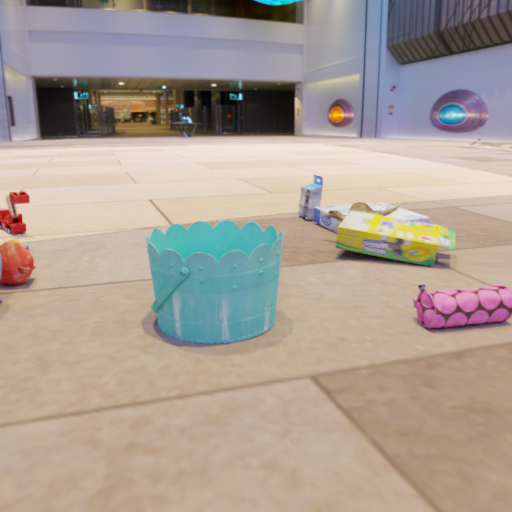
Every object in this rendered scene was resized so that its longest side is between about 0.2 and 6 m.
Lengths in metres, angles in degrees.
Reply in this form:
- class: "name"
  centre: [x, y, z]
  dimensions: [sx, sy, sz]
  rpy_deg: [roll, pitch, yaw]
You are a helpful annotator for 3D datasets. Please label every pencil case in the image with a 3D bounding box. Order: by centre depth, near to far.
- class: "pencil case"
  centre: [3.038, 0.711, 8.213]
  dimensions: [1.373, 0.623, 0.643]
  rpy_deg: [-1, 1, -12]

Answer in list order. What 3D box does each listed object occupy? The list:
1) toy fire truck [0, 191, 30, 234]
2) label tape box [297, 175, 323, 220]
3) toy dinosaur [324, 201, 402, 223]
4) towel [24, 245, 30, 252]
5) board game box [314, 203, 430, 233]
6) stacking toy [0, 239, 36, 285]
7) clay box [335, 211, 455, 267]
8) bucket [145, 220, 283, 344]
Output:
- class: "toy fire truck"
  centre: [-5.993, -1.104, 13.783]
  dimensions: [0.374, 1.083, 1.536]
  rpy_deg: [-12, 20, -39]
- class: "label tape box"
  centre: [1.495, -1.634, 15.425]
  dimensions: [0.392, 1.187, 0.850]
  rpy_deg: [2, 13, -13]
- class: "toy dinosaur"
  centre: [2.491, -0.785, 12.749]
  dimensions: [1.821, 0.921, 0.530]
  rpy_deg: [-5, 7, 1]
- class: "towel"
  centre: [-5.501, 0.011, 11.466]
  dimensions: [1.074, 0.177, 1.484]
  rpy_deg: [2, 16, 12]
- class: "board game box"
  centre: [2.875, -0.911, 14.234]
  dimensions: [2.124, 0.461, 2.113]
  rpy_deg: [-6, 16, -20]
- class: "stacking toy"
  centre: [-4.226, -0.258, 9.032]
  dimensions: [1.002, 2.147, 2.371]
  rpy_deg: [8, 13, -11]
- class: "clay box"
  centre: [2.920, -0.362, 11.670]
  dimensions: [2.273, 0.541, 1.306]
  rpy_deg: [13, 24, 17]
- class: "bucket"
  centre: [-0.596, 0.316, 8.170]
  dimensions: [2.070, 1.347, 2.070]
  rpy_deg: [0, 15, 0]
